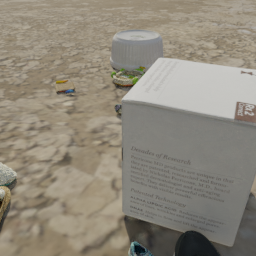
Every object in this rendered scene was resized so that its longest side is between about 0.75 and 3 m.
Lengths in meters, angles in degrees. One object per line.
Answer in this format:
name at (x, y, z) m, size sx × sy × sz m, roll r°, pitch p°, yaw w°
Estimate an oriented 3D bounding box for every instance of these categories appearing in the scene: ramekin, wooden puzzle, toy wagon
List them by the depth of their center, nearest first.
wooden puzzle at (-2.436, -1.583, 10.831) m, size 0.803 × 0.139 × 1.191 m, roll -10°, pitch 33°, yaw -7°
toy wagon at (0.154, -2.164, 11.524) m, size 1.268 × 0.323 × 1.634 m, roll 22°, pitch 38°, yaw 34°
ramekin at (0.439, -3.654, 12.961) m, size 2.566 × 1.347 × 2.566 m, roll 0°, pitch 32°, yaw 0°

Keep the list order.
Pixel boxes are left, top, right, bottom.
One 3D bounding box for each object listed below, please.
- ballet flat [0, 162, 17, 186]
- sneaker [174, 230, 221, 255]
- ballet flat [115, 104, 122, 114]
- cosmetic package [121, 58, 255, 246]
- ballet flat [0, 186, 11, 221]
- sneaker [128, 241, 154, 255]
ballet flat at (-3.444, 0.923, 6.446) m, size 1.721 × 0.617 × 0.617 m, roll 7°, pitch 33°, yaw 10°
sneaker at (1.261, 2.326, 3.743) m, size 0.928 × 1.055 × 2.492 m, roll -3°, pitch 32°, yaw -7°
ballet flat at (0.054, -0.608, 9.160) m, size 0.980 × 0.352 × 0.352 m, roll -4°, pitch 32°, yaw -5°
cosmetic package at (1.245, 0.326, 5.412) m, size 2.177 × 2.639 × 2.175 m, roll 11°, pitch 34°, yaw 17°
ballet flat at (-2.661, 1.525, 5.613) m, size 0.452 × 0.419 × 1.283 m, roll -6°, pitch 32°, yaw -9°
sneaker at (0.313, 2.202, 4.595) m, size 0.824 × 0.355 × 0.320 m, roll 28°, pitch 41°, yaw 36°
